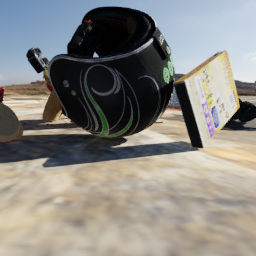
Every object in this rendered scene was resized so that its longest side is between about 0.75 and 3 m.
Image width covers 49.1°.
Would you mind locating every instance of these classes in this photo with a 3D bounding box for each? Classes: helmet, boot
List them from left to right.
[{"bbox_3d":[-1.924,-0.950,7.823,0.759,2.295,2.010,38,37,0],"label":"boot"},{"bbox_3d":[-0.278,-0.919,5.571,2.400,2.288,2.400,-5,48,5],"label":"helmet"}]

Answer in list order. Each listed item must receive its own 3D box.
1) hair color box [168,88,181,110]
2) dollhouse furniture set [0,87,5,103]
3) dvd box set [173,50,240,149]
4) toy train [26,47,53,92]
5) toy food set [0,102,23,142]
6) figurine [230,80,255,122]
[{"bbox_3d":[1.111,-1.008,8.643,1.404,0.713,0.430,8,-4,-14],"label":"hair color box"},{"bbox_3d":[-4.340,-0.698,6.180,2.738,1.113,1.473,-3,-19,-13],"label":"dollhouse furniture set"},{"bbox_3d":[1.482,-0.567,5.028,0.244,1.216,1.662,-1,28,44],"label":"dvd box set"},{"bbox_3d":[-2.369,-1.423,9.165,0.451,2.645,0.606,-21,30,24],"label":"toy train"},{"bbox_3d":[-2.482,-0.142,5.288,0.233,0.949,0.959,-37,-1,29],"label":"toy food set"},{"bbox_3d":[3.900,-0.811,8.269,2.010,0.865,1.961,-26,10,8],"label":"figurine"}]
